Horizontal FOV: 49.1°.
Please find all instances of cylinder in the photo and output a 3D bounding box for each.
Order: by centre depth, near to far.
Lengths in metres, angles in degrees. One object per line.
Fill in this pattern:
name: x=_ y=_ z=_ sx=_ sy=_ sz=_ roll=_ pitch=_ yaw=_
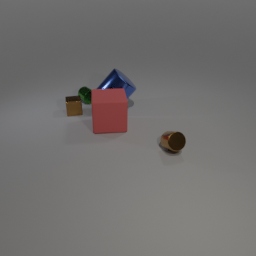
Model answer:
cylinder: x=1.619 y=0.464 z=10.099 sx=0.700 sy=0.700 sz=0.700 roll=-9 pitch=4 yaw=-16
cylinder: x=-0.570 y=-1.781 z=12.984 sx=1.400 sy=1.400 sz=1.400 roll=40 pitch=16 yaw=-14
cylinder: x=-2.036 y=-1.637 z=13.957 sx=0.700 sy=0.700 sz=0.700 roll=-20 pitch=36 yaw=-30

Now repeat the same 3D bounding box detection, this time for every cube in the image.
cube: x=-0.784 y=-0.735 z=11.662 sx=1.400 sy=1.400 sz=1.400 roll=-2 pitch=30 yaw=-6
cube: x=-2.492 y=-1.025 z=12.901 sx=0.700 sy=0.700 sz=0.700 roll=-6 pitch=31 yaw=-11
